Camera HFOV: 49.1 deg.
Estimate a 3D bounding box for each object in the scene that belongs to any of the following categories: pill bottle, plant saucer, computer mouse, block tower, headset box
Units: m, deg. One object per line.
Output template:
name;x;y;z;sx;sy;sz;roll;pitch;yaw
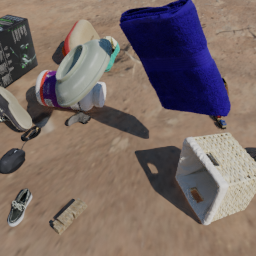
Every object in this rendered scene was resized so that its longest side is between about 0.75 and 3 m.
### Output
pill bottle;-1.987;-1.312;9.940;2.283;1.284;1.284;8;43;8
plant saucer;-1.371;-1.624;7.544;2.214;0.556;2.214;-31;40;30
computer mouse;-3.282;0.568;8.593;0.605;0.351;2.064;7;42;10
block tower;-1.431;2.153;6.911;0.259;0.277;0.958;27;48;26
headset box;-4.912;-3.126;11.296;1.139;2.137;2.454;17;45;18

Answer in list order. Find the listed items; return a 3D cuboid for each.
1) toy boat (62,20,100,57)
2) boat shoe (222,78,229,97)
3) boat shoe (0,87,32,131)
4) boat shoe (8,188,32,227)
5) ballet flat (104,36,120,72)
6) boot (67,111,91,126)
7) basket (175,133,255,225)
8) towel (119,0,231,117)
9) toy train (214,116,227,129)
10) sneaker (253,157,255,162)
toy boat;-2.296;-3.675;12.659;1.600;1.597;2.448;-20;36;24
boat shoe;3.719;-1.590;10.950;0.368;0.348;1.022;0;42;0
boat shoe;-4.085;-0.524;9.683;0.748;0.867;2.386;-48;56;4
boat shoe;-2.728;1.971;7.056;0.363;0.336;0.983;11;44;12
ballet flat;-0.875;-3.604;12.725;0.893;0.933;2.652;4;42;4
boot;-1.665;-0.264;9.575;0.522;0.277;0.793;28;54;20
basket;2.188;1.181;6.973;1.320;1.641;1.626;-12;44;-16
towel;1.055;-1.450;6.566;0.720;2.905;2.145;-47;35;-17
toy train;3.126;-0.393;9.696;0.202;0.271;1.184;-8;43;-8
sneaker;4.230;0.874;7.635;2.460;1.202;0.870;-7;45;-5
